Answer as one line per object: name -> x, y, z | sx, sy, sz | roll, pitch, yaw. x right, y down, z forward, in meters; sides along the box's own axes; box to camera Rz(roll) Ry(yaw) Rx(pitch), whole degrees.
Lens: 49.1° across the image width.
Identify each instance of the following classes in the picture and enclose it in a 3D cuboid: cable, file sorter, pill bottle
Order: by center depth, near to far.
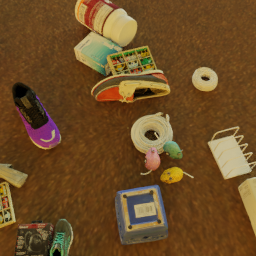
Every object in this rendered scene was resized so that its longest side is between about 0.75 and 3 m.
file sorter -> 3.547, 0.825, 9.497 | 0.989, 0.887, 1.425 | -14, 63, -7
cable -> 0.851, 0.231, 10.035 | 1.493, 0.517, 1.492 | -8, 63, -4
cable -> 3.124, -1.979, 11.333 | 1.025, 0.355, 1.024 | 21, 63, 11
pill bottle -> -0.944, -4.724, 12.213 | 2.559, 1.461, 1.461 | 39, 68, 19

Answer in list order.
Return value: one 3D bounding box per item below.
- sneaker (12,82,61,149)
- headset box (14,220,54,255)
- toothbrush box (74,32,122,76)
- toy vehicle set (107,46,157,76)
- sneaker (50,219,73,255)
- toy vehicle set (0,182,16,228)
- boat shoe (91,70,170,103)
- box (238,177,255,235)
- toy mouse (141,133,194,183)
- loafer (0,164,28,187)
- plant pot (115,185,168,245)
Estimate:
sneaker -> -3.405, -0.524, 9.929 | 0.985, 1.410, 2.834 | -32, 65, -16
headset box -> -2.771, 3.406, 8.289 | 0.972, 0.504, 1.306 | -3, 60, -2
toothbrush box -> -1.224, -3.127, 11.758 | 1.653, 0.705, 1.210 | 32, 67, 15
toy vehicle set -> 0.180, -2.568, 11.298 | 1.853, 0.246, 1.151 | -20, 85, -23
sneaker -> -1.966, 3.424, 8.169 | 0.595, 0.700, 1.534 | -2, 61, -1
toy vehicle set -> -4.176, 2.501, 8.972 | 0.850, 0.181, 1.368 | -20, 63, -10
boat shoe -> 0.130, -1.452, 10.706 | 2.995, 1.066, 0.937 | -13, 64, -12
box -> 4.389, 2.858, 8.337 | 1.137, 0.946, 2.766 | -7, 62, -4
toy mouse -> 1.211, 0.919, 9.142 | 1.980, 0.383, 1.759 | -7, 75, -26
loafer -> -4.075, 1.436, 9.398 | 1.501, 0.525, 0.524 | 29, 60, 6
plant pot -> 0.396, 2.534, 8.293 | 1.483, 1.334, 1.483 | -8, 62, -4
